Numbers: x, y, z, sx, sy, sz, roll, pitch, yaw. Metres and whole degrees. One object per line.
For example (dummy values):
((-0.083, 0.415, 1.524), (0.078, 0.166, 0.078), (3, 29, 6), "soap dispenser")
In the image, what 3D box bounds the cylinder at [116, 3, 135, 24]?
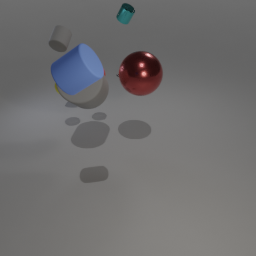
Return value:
((-0.113, -5.509, 13.516), (0.700, 0.700, 0.700), (15, 53, -21), "cylinder")

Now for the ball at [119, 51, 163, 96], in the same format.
((0.404, -1.717, 8.877), (1.400, 1.400, 1.400), (0, 31, 0), "ball")

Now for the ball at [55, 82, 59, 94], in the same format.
((-2.324, -1.533, 10.246), (0.700, 0.700, 0.700), (0, 31, 0), "ball")

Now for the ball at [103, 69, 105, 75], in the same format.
((-1.182, -1.979, 10.325), (0.700, 0.700, 0.700), (0, 31, 0), "ball")

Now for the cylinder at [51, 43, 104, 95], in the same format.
((-0.924, -1.067, 5.147), (0.700, 0.700, 0.700), (-27, 23, 22), "cylinder")

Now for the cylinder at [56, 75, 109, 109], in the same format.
((-1.383, -1.365, 8.815), (1.400, 1.400, 1.400), (2, -3, 4), "cylinder")

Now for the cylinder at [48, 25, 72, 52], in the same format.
((-2.523, -3.320, 10.432), (0.700, 0.700, 0.700), (8, 69, 14), "cylinder")
